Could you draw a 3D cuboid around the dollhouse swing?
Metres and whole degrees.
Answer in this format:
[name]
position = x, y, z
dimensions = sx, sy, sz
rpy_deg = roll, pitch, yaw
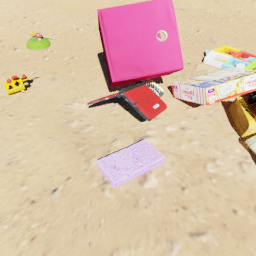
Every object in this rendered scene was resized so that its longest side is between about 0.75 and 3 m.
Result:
[dollhouse swing]
position = 4.490, -0.781, 8.124
dimensions = 2.266, 1.992, 2.060
rpy_deg = 0, 40, 1

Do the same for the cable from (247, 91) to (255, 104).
[cable]
position = 4.795, -1.478, 9.034
dimensions = 2.203, 0.560, 1.797
rpy_deg = -33, 17, 14

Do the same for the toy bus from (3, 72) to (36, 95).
[toy bus]
position = -3.931, -1.552, 10.126
dimensions = 1.091, 0.564, 1.029
rpy_deg = -16, 8, 24

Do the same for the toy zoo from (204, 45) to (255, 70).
[toy zoo]
position = 4.486, -2.878, 11.921
dimensions = 2.683, 0.275, 1.760
rpy_deg = 31, 49, 31

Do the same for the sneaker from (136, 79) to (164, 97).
[sneaker]
position = 0.882, -1.529, 10.197
dimensions = 1.221, 0.477, 0.551
rpy_deg = 35, 42, 31

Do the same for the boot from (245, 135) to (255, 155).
[boot]
position = 4.139, 0.601, 7.605
dimensions = 1.549, 0.558, 1.198
rpy_deg = -9, 40, -9

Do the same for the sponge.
[sponge]
position = 0.083, 0.899, 7.474
dimensions = 1.613, 0.241, 0.900
rpy_deg = -23, 45, -24

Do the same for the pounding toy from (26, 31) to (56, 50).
[pounding toy]
position = -4.231, -4.302, 13.300
dimensions = 1.131, 0.680, 1.465
rpy_deg = 9, 41, 10

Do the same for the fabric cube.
[fabric cube]
position = 0.302, -2.627, 8.996
dimensions = 2.183, 2.149, 2.190
rpy_deg = -11, 6, -4

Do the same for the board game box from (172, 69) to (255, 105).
[board game box]
position = 3.055, -1.472, 9.502
dimensions = 2.477, 0.574, 1.877
rpy_deg = -17, 20, -19

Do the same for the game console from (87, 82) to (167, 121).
[game console]
position = 0.058, -0.718, 8.903
dimensions = 1.770, 1.219, 2.053
rpy_deg = 45, 26, 5
